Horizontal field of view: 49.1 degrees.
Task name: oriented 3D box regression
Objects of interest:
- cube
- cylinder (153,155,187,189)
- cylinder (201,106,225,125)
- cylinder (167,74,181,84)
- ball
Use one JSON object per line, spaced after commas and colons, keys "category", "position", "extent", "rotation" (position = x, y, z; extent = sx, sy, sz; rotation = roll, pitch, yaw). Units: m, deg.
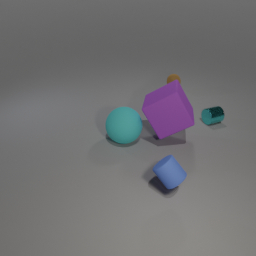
{"category": "cube", "position": [1.506, -0.696, 10.366], "extent": [1.400, 1.400, 1.400], "rotation": [-25, 21, 22]}
{"category": "cylinder", "position": [1.172, 1.235, 7.884], "extent": [0.700, 0.700, 0.700], "rotation": [-38, 4, 3]}
{"category": "cylinder", "position": [3.653, -0.544, 12.067], "extent": [0.700, 0.700, 0.700], "rotation": [-13, 33, -20]}
{"category": "cylinder", "position": [2.352, -2.415, 14.426], "extent": [0.700, 0.700, 0.700], "rotation": [5, 14, 8]}
{"category": "ball", "position": [-0.153, -0.105, 10.617], "extent": [1.400, 1.400, 1.400], "rotation": [0, 31, 0]}
